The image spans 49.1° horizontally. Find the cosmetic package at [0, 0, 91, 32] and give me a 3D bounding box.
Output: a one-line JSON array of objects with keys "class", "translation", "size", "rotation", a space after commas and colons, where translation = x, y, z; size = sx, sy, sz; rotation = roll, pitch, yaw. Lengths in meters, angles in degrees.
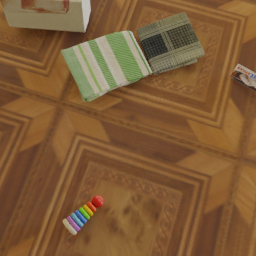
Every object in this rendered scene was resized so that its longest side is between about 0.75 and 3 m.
[{"class": "cosmetic package", "translation": [-2.671, -4.154, 9.400], "size": [2.629, 1.147, 1.359], "rotation": [4, 54, 0]}]

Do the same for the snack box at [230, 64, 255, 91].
[{"class": "snack box", "translation": [4.016, -1.540, 9.052], "size": [1.344, 0.163, 0.483], "rotation": [38, 112, 22]}]

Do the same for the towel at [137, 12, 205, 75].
[{"class": "towel", "translation": [1.448, -2.884, 9.559], "size": [1.900, 0.328, 1.829], "rotation": [-20, 77, -1]}]

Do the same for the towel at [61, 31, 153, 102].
[{"class": "towel", "translation": [-0.656, -2.103, 9.170], "size": [2.475, 0.289, 1.888], "rotation": [-24, 83, -13]}]

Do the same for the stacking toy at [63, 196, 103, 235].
[{"class": "stacking toy", "translation": [-1.218, 2.429, 8.004], "size": [1.248, 0.533, 0.533], "rotation": [-39, 77, -18]}]
